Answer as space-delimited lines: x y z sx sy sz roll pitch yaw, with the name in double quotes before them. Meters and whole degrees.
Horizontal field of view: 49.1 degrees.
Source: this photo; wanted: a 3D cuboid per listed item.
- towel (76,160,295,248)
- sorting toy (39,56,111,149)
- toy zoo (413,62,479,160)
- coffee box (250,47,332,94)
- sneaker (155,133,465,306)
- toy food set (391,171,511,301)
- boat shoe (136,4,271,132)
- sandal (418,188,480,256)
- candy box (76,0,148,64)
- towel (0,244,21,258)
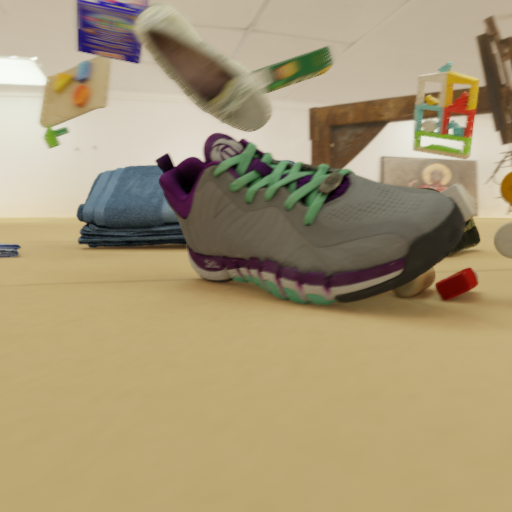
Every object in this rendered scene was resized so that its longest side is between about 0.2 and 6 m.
"towel" -1.301 -1.119 12.002 4.590 1.114 2.563 -3 33 3
"sorting toy" -3.422 -2.859 10.382 1.415 1.914 0.282 -12 -29 17
"toy zoo" 3.599 -2.787 10.699 1.143 1.743 0.178 20 35 38
"coffee box" 0.383 -2.588 8.032 1.344 0.296 0.827 -19 10 2
"sneaker" 0.147 -0.486 5.286 3.429 1.501 1.276 -1 36 49
"toy food set" 1.894 -0.114 5.350 1.853 0.884 0.834 -33 -12 29
"boat shoe" -0.524 -1.908 6.016 1.790 0.660 0.574 39 24 -33
"sandal" 3.228 -0.473 10.118 0.842 1.171 2.950 -18 -13 36
"candy box" -2.235 -3.565 8.623 1.016 0.463 1.202 7 -19 -16
"towel" -5.187 -0.094 9.573 2.079 0.248 1.527 -1 3 -27
